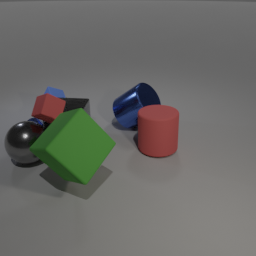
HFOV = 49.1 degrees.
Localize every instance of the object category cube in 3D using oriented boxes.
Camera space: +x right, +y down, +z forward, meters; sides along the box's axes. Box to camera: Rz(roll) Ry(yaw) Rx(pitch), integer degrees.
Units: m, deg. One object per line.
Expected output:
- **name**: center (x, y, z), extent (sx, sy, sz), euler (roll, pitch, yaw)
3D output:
- **cube**: center (-1.488, 0.494, 7.514), extent (1.400, 1.400, 1.400), euler (-6, 43, 55)
- **cube**: center (-2.218, -0.226, 10.405), extent (1.400, 1.400, 1.400), euler (3, 28, 5)
- **cube**: center (-2.531, -0.615, 8.929), extent (0.700, 0.700, 0.700), euler (25, -21, -40)
- **cube**: center (-3.065, -1.174, 11.584), extent (0.700, 0.700, 0.700), euler (12, 37, -41)

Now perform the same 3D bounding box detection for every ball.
- **ball**: center (-3.265, 0.466, 9.114), extent (1.400, 1.400, 1.400), euler (0, 28, 0)

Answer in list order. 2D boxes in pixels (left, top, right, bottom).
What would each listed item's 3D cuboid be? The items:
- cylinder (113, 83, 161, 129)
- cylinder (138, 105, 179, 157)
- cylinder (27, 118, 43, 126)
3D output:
- **cylinder**: center (0.347, -0.866, 11.074), extent (1.400, 1.400, 1.400), euler (-28, 8, 39)
- **cylinder**: center (1.049, 0.072, 9.761), extent (1.400, 1.400, 1.400), euler (-2, 25, 1)
- **cylinder**: center (-3.484, 0.051, 10.625), extent (0.700, 0.700, 0.700), euler (-16, 32, -28)
